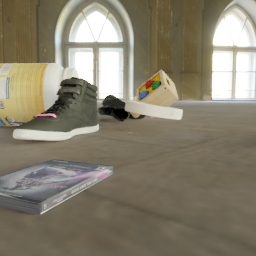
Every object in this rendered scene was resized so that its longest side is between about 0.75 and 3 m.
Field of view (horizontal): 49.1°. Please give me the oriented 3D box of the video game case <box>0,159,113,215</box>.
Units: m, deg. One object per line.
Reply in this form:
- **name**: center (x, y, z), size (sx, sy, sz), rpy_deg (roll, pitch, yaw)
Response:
- **video game case**: center (-0.903, 0.590, 3.169), size (0.974, 0.129, 1.364), rpy_deg (3, 7, 24)

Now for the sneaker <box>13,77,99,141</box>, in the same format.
- **sneaker**: center (-1.619, -0.506, 6.702), size (1.033, 1.449, 2.922), rpy_deg (4, 9, 22)

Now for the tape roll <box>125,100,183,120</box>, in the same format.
- **tape roll**: center (0.686, -0.491, 7.543), size (1.550, 0.283, 1.550), rpy_deg (9, 6, -1)

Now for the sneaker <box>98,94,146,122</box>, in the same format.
- **sneaker**: center (-0.144, -0.604, 10.635), size (2.289, 0.687, 1.194), rpy_deg (21, 25, -29)

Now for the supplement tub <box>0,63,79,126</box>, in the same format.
- **supplement tub**: center (-2.976, -1.039, 8.839), size (2.728, 1.974, 1.974), rpy_deg (0, 7, 1)

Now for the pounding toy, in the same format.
- **pounding toy**: center (0.627, -1.063, 9.252), size (1.770, 0.810, 1.555), rpy_deg (-36, 27, 23)
